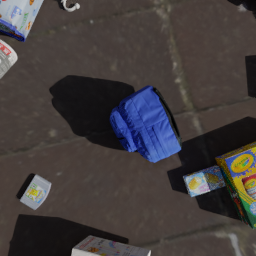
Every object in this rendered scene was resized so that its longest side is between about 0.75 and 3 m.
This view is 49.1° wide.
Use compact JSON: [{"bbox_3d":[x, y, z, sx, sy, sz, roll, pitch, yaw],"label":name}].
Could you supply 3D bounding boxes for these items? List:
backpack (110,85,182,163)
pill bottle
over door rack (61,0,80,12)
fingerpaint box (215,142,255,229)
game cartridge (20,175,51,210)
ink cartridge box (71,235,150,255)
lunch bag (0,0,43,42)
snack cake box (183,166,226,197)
[{"bbox_3d":[0.474,-0.013,7.306,1.531,1.483,1.825,-30,99,9],"label":"backpack"},{"bbox_3d":[-2.487,-1.082,4.988,0.544,0.544,0.955,30,68,2],"label":"pill bottle"},{"bbox_3d":[-1.564,-4.730,7.278,0.871,1.933,2.616,-1,88,2],"label":"over door rack"},{"bbox_3d":[3.880,1.275,7.497,2.340,0.858,1.952,-21,87,-1],"label":"fingerpaint box"},{"bbox_3d":[-2.552,1.813,7.825,0.572,0.173,0.857,30,88,-2],"label":"game cartridge"},{"bbox_3d":[-0.588,3.621,6.996,2.020,1.298,1.265,9,84,13],"label":"ink cartridge box"},{"bbox_3d":[-3.638,-3.922,7.408,2.630,1.629,2.236,23,87,-7],"label":"lunch bag"},{"bbox_3d":[2.098,1.467,7.748,0.995,0.334,0.572,-18,86,-1],"label":"snack cake box"}]
